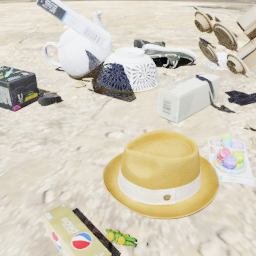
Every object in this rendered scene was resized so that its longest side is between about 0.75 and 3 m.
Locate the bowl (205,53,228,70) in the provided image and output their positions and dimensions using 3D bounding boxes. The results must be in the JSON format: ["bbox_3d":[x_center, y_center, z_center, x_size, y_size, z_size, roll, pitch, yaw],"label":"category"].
[{"bbox_3d":[4.674,-3.474,14.328,1.334,0.626,1.334,1,30,0],"label":"bowl"}]

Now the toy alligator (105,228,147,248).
[{"bbox_3d":[-0.067,2.056,5.098,0.831,0.200,0.276,13,0,22],"label":"toy alligator"}]

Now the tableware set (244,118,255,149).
[{"bbox_3d":[4.480,0.211,8.308,1.968,0.228,1.644,9,30,16],"label":"tableware set"}]

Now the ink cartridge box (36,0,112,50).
[{"bbox_3d":[-1.497,-3.208,8.444,2.179,0.477,2.199,30,16,-14],"label":"ink cartridge box"}]

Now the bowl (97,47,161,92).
[{"bbox_3d":[0.050,-2.703,12.209,2.857,1.341,2.857,1,29,0],"label":"bowl"}]

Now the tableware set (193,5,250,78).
[{"bbox_3d":[2.444,-2.281,7.594,0.258,2.221,1.855,-39,51,2],"label":"tableware set"}]

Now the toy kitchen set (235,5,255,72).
[{"bbox_3d":[3.728,-2.336,7.305,1.454,1.782,1.608,40,31,-20],"label":"toy kitchen set"}]

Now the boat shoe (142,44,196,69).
[{"bbox_3d":[2.062,-3.435,14.078,2.888,1.021,0.919,5,62,-8],"label":"boat shoe"}]

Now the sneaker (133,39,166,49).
[{"bbox_3d":[1.343,-4.675,16.259,1.253,0.836,2.187,-23,40,-37],"label":"sneaker"}]

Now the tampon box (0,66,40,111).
[{"bbox_3d":[-4.415,-1.496,10.386,1.728,1.091,1.295,17,33,26],"label":"tampon box"}]

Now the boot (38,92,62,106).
[{"bbox_3d":[-3.043,-1.141,10.628,0.967,0.335,0.842,-14,27,-31],"label":"boot"}]

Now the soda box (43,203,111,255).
[{"bbox_3d":[-0.912,2.000,4.884,0.481,0.509,1.504,-23,36,-34],"label":"soda box"}]

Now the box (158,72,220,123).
[{"bbox_3d":[2.180,-1.142,9.857,2.556,1.050,0.874,-25,38,-39],"label":"box"}]

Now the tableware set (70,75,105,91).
[{"bbox_3d":[-1.571,-1.950,12.103,1.699,0.197,1.419,16,33,29],"label":"tableware set"}]

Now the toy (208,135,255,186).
[{"bbox_3d":[2.633,0.705,7.250,1.008,0.413,1.751,5,30,10],"label":"toy"}]

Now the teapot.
[{"bbox_3d":[-2.194,-3.684,12.505,2.725,1.990,2.690,-45,28,-9],"label":"teapot"}]

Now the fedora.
[{"bbox_3d":[0.748,0.789,6.403,2.727,1.112,2.727,-1,30,0],"label":"fedora"}]
